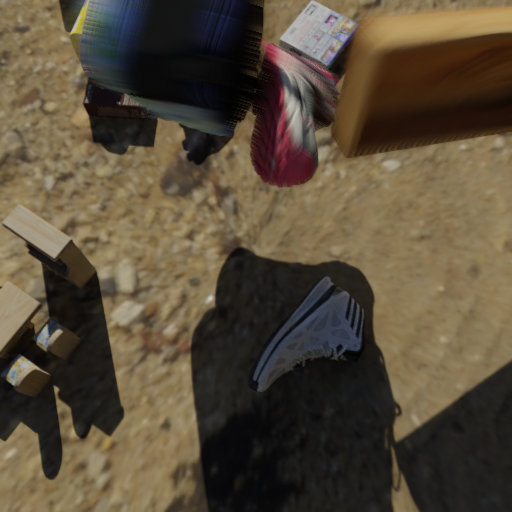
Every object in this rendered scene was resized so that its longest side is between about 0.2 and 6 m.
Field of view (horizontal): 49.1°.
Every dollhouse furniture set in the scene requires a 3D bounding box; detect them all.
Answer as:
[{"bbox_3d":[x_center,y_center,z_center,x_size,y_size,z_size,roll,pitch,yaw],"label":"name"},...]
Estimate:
[{"bbox_3d":[-3.490,0.604,8.037,1.894,1.436,2.161,32,72,11],"label":"dollhouse furniture set"}]

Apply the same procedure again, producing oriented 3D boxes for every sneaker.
[{"bbox_3d":[0.571,-1.890,7.161,1.092,1.179,2.925,12,40,-8],"label":"sneaker"},{"bbox_3d":[0.861,1.347,8.111,1.176,0.771,2.044,36,71,15],"label":"sneaker"}]

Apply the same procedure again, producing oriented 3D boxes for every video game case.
[{"bbox_3d":[1.171,-4.094,10.451,1.042,0.261,1.150,33,73,12],"label":"video game case"}]

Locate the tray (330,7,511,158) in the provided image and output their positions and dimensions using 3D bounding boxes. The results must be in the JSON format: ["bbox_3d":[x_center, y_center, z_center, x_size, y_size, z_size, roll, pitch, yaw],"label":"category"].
[{"bbox_3d":[2.549,-2.150,6.787,3.114,1.536,0.577,-12,54,-16],"label":"tray"}]

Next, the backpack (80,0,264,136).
[{"bbox_3d":[-0.903,-2.868,7.116,1.941,2.641,2.417,14,91,7],"label":"backpack"}]

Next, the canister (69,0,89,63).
[{"bbox_3d":[-2.689,-4.185,10.027,0.673,1.156,1.556,14,72,5],"label":"canister"}]

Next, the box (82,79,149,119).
[{"bbox_3d":[-2.438,-2.766,9.882,1.089,0.408,0.545,3,70,3],"label":"box"}]
